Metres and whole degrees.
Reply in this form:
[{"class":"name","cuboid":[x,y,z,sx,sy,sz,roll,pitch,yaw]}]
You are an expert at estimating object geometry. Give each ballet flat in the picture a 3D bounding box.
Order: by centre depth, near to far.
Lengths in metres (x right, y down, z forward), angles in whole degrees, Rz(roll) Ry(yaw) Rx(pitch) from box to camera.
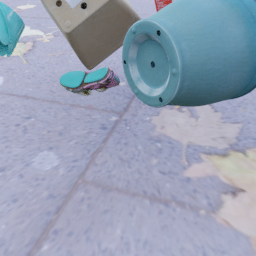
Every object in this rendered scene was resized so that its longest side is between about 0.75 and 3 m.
[{"class":"ballet flat","cuboid":[-0.919,-1.062,6.715,1.753,0.624,0.606,0,59,38]}]

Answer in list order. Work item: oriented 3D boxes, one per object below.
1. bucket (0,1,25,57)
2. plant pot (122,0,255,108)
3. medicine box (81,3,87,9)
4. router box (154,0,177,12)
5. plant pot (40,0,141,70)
[{"class":"bucket","cuboid":[-3.623,-2.750,7.631,1.473,1.473,0.959,17,74,23]},{"class":"plant pot","cuboid":[1.134,-1.393,5.305,2.117,2.253,2.253,-21,40,-33]},{"class":"medicine box","cuboid":[-1.256,-3.934,8.576,0.709,0.401,0.779,18,73,44]},{"class":"router box","cuboid":[1.923,-3.665,8.256,2.608,2.341,0.637,-37,35,-29]},{"class":"plant pot","cuboid":[-1.233,-3.606,8.402,2.425,2.428,2.150,-35,-8,9]}]
